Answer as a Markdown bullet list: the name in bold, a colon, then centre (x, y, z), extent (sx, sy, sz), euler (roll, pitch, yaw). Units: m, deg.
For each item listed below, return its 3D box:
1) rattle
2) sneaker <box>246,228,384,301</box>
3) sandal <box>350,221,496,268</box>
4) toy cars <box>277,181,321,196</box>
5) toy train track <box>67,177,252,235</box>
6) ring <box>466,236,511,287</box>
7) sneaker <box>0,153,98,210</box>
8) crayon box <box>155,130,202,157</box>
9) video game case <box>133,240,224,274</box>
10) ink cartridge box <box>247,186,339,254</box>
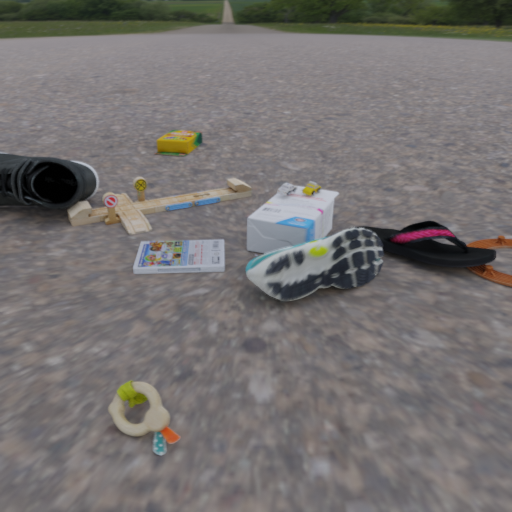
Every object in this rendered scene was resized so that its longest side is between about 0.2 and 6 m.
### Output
- **rattle**: centre (-0.946, 1.499, 5.158), extent (0.757, 0.541, 0.493), euler (27, 67, 17)
- **sneaker**: centre (0.814, 0.042, 7.448), extent (2.043, 0.792, 0.814), euler (-8, 10, -27)
- **sandal**: centre (2.343, -0.276, 8.208), extent (2.214, 0.499, 0.832), euler (15, 20, 32)
- **toy cars**: centre (0.705, -1.105, 9.021), extent (0.786, 0.174, 0.352), euler (-2, 30, -15)
- **toy train track**: centre (-1.649, -1.109, 10.010), extent (3.321, 0.540, 1.905), euler (-12, 29, -24)
- **ring**: centre (3.793, 0.049, 8.049), extent (1.634, 0.157, 1.634), euler (-1, 26, 1)
- **sneaker**: centre (-4.195, -1.288, 9.487), extent (2.884, 1.020, 1.430), euler (-2, 7, -13)
- **crayon box**: centre (-1.878, -2.742, 13.580), extent (0.808, 0.323, 1.272), euler (6, 27, 11)
- **video game case**: centre (-1.102, 0.002, 8.211), extent (1.268, 0.114, 0.908), euler (-1, 27, -3)
- **ink cartridge box**: centre (0.626, -0.566, 8.845), extent (0.962, 0.567, 1.671), euler (12, 28, 22)
